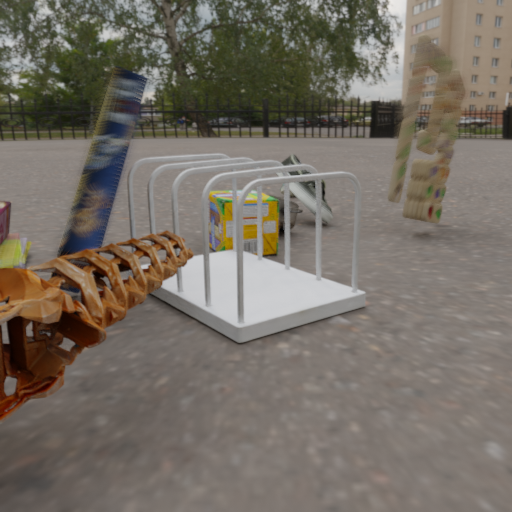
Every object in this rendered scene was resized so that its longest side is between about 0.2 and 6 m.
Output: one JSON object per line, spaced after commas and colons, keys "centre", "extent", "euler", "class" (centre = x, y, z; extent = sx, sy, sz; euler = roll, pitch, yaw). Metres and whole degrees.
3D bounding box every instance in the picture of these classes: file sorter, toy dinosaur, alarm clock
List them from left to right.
{"centre": [-2.957, 0.650, 3.644], "extent": [5.402, 2.759, 3.667], "euler": [11, 17, -48], "class": "toy dinosaur"}
{"centre": [-0.243, -0.319, 7.193], "extent": [1.930, 1.732, 2.781], "euler": [-11, 19, -36], "class": "file sorter"}
{"centre": [0.274, -0.833, 10.745], "extent": [1.226, 0.605, 1.818], "euler": [14, -7, -30], "class": "alarm clock"}

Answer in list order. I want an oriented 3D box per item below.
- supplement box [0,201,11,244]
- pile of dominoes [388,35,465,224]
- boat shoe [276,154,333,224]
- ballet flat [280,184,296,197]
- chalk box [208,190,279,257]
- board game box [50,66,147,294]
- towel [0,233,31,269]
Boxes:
{"centre": [-4.180, -0.458, 8.380], "extent": [0.719, 0.558, 1.302], "euler": [6, 16, -14], "class": "supplement box"}
{"centre": [3.512, -2.231, 10.703], "extent": [0.506, 3.180, 2.478], "euler": [15, 7, 38], "class": "pile of dominoes"}
{"centre": [1.116, -1.527, 12.156], "extent": [0.754, 0.679, 2.133], "euler": [37, 13, -49], "class": "boat shoe"}
{"centre": [1.284, -1.884, 15.664], "extent": [0.527, 0.527, 1.468], "euler": [12, 19, 38], "class": "ballet flat"}
{"centre": [-0.335, -0.618, 9.748], "extent": [0.992, 0.987, 1.594], "euler": [-5, 16, -19], "class": "chalk box"}
{"centre": [-2.009, -0.896, 7.058], "extent": [0.421, 2.434, 1.649], "euler": [17, -23, -19], "class": "board game box"}
{"centre": [-4.757, 0.101, 8.223], "extent": [2.696, 0.307, 1.936], "euler": [-6, 20, -19], "class": "towel"}
